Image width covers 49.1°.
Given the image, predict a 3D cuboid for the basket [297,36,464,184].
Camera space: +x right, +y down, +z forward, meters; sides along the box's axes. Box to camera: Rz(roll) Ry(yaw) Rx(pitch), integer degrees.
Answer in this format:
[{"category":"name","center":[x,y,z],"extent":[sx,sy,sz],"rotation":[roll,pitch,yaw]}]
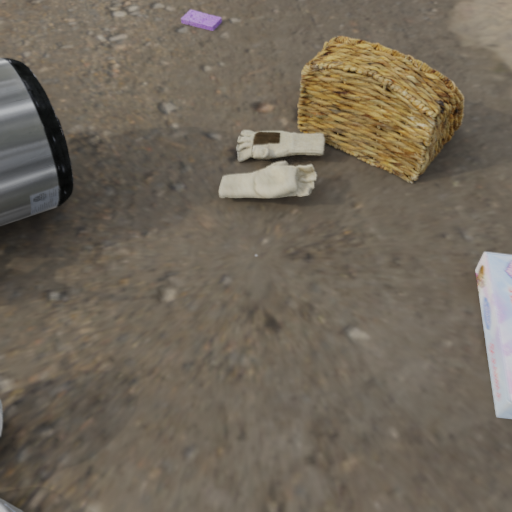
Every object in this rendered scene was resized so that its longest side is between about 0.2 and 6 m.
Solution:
[{"category":"basket","center":[2.340,-2.979,10.119],"extent":[2.665,1.902,1.986],"rotation":[30,58,22]}]

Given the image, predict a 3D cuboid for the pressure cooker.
[{"category":"pressure cooker","center":[-4.493,-1.503,8.346],"extent":[2.820,2.480,2.519],"rotation":[-26,38,-28]}]

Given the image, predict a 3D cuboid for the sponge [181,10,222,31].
[{"category":"sponge","center":[-1.315,-5.669,13.473],"extent":[0.875,0.130,0.488],"rotation":[20,53,16]}]

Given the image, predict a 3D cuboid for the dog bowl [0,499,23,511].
[{"category":"dog bowl","center":[-3.153,3.246,5.977],"extent":[1.441,0.423,1.441],"rotation":[0,52,0]}]

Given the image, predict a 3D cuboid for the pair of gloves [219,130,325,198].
[{"category":"pair of gloves","center":[0.301,-1.656,9.829],"extent":[1.668,0.344,1.961],"rotation":[3,45,16]}]

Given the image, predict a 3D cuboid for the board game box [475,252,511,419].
[{"category":"board game box","center":[4.416,1.130,7.643],"extent":[2.436,0.502,2.442],"rotation":[7,51,5]}]

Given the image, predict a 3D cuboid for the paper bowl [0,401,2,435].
[{"category":"paper bowl","center":[-3.472,1.959,6.311],"extent":[0.720,1.384,1.384],"rotation":[-4,47,26]}]
